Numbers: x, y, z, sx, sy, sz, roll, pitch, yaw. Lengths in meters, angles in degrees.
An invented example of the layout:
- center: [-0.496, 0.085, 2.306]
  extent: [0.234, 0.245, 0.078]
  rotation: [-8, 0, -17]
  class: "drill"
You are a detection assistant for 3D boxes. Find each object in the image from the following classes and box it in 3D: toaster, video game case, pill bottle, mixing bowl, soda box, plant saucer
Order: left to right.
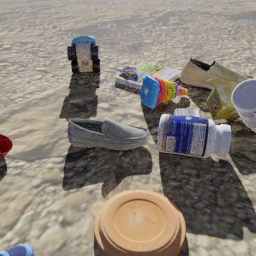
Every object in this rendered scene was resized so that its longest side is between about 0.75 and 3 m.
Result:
- center: [-3.481, 0.538, 7.375]
  extent: [0.764, 0.414, 0.764]
  rotation: [24, 31, -15]
  class: "mixing bowl"
- center: [0.234, 1.893, 5.571]
  extent: [1.819, 0.294, 1.819]
  rotation: [0, 34, 0]
  class: "plant saucer"
- center: [0.877, -2.146, 11.664]
  extent: [1.974, 0.248, 2.169]
  rotation: [22, 41, 29]
  class: "video game case"
- center: [1.721, -0.158, 8.119]
  extent: [0.798, 0.883, 0.524]
  rotation: [5, 29, 5]
  class: "toaster"
- center: [1.710, 0.237, 7.382]
  extent: [1.788, 1.035, 1.035]
  rotation: [8, 35, 10]
  class: "pill bottle"
- center: [3.854, -0.861, 8.959]
  extent: [2.456, 0.832, 0.786]
  rotation: [-5, 62, -9]
  class: "soda box"
- center: [3.573, -0.526, 7.754]
  extent: [0.963, 1.700, 0.963]
  rotation: [-17, 57, 29]
  class: "pill bottle"

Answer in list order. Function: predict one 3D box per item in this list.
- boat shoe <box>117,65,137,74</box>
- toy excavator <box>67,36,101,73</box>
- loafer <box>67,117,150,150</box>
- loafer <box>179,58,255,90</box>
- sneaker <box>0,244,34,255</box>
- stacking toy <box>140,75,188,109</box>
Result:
- center: [-0.041, -2.466, 11.665]
  extent: [0.909, 0.297, 0.334]
  rotation: [8, 35, 14]
  class: "boat shoe"
- center: [-1.872, -3.512, 12.588]
  extent: [1.266, 2.464, 2.535]
  rotation: [-2, 62, -2]
  class: "toy excavator"
- center: [-0.547, 0.109, 7.764]
  extent: [2.310, 0.806, 0.808]
  rotation: [0, 34, 0]
  class: "loafer"
- center: [3.449, -2.018, 10.764]
  extent: [2.953, 1.008, 1.117]
  rotation: [13, 36, 19]
  class: "loafer"
- center: [-2.381, 2.357, 4.499]
  extent: [1.728, 0.711, 0.639]
  rotation: [-21, 37, -30]
  class: "sneaker"
- center: [1.420, -1.314, 9.984]
  extent: [1.820, 0.999, 1.056]
  rotation: [-4, 29, -27]
  class: "stacking toy"
